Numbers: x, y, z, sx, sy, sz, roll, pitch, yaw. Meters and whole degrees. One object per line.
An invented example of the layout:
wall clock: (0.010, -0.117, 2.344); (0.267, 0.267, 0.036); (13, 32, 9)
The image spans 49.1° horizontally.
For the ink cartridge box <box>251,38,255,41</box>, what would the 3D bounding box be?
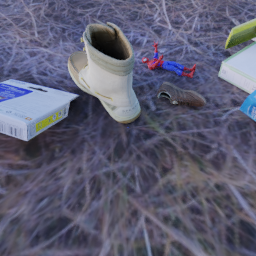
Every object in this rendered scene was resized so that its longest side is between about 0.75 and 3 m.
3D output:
ink cartridge box: (5.122, -3.170, 9.575); (0.996, 0.600, 1.371); (-32, 54, -25)

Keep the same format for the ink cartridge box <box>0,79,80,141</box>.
ink cartridge box: (-2.762, -0.583, 7.038); (2.278, 0.542, 2.305); (15, 22, 14)

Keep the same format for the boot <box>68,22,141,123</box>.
boot: (-0.752, -1.675, 6.989); (1.031, 2.213, 2.861); (-34, 60, -17)

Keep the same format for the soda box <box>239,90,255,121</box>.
soda box: (3.586, -0.263, 6.827); (0.529, 0.501, 1.561); (-35, 65, -29)

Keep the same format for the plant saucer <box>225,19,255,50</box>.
plant saucer: (3.576, -2.943, 8.607); (1.147, 1.145, 0.275); (-21, 82, 7)

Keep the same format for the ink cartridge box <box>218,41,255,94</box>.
ink cartridge box: (4.307, -1.489, 7.986); (1.959, 0.646, 2.693); (-32, 55, -26)

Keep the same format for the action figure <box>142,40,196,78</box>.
action figure: (1.213, -2.076, 8.464); (1.659, 0.821, 0.541); (13, 48, 15)

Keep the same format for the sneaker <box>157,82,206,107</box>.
sneaker: (1.417, -0.777, 7.561); (1.349, 0.475, 0.510); (26, 70, 27)
